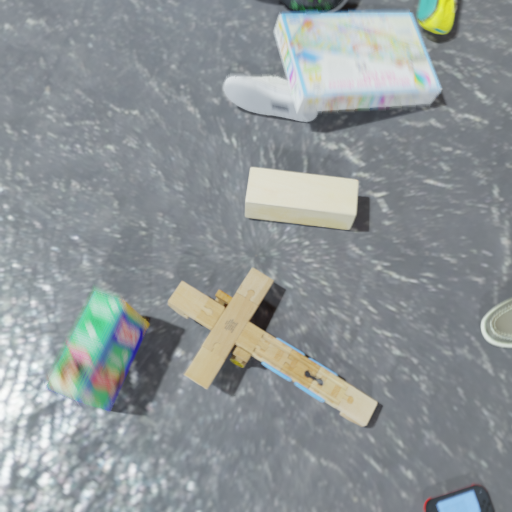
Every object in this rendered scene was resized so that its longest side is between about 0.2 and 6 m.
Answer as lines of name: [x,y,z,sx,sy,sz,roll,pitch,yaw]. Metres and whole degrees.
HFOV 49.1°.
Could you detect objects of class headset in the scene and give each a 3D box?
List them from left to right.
headset: [1.349,-7.199,13.122,1.848,1.406,2.993,2,74,0]

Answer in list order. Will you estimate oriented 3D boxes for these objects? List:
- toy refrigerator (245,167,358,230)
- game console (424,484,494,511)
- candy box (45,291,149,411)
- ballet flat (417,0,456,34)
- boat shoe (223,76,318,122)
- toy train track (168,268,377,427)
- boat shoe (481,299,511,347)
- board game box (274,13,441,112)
toy refrigerator: [0.900,-1.141,11.365,2.177,0.762,0.826,7,67,0]
game console: [3.560,4.585,9.649,1.163,0.181,1.029,-15,71,-5]
candy box: [-2.723,1.709,9.913,0.692,1.518,1.796,17,72,14]
ballet flat: [4.360,-6.356,13.144,0.899,0.896,2.683,21,71,-26]
boat shoe: [0.356,-3.558,12.181,2.104,0.757,0.692,12,58,-1]
toy train track: [0.246,1.847,10.420,4.187,0.681,2.401,31,66,4]
boat shoe: [5.569,1.053,10.560,2.612,0.781,0.933,-14,71,-5]
board game box: [2.189,-4.269,12.207,3.200,0.548,2.151,-7,70,-15]
